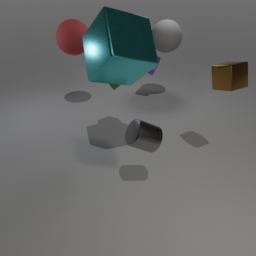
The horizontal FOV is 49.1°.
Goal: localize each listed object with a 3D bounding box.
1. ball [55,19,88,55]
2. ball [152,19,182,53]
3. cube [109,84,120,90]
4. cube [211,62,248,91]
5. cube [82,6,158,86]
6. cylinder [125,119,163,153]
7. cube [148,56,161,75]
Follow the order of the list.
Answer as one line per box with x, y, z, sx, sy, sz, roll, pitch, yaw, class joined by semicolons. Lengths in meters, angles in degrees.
-2.191;-3.636;11.250;1.400;1.400;1.400;0;29;0;ball
1.699;-4.063;12.418;1.400;1.400;1.400;0;29;0;ball
-0.485;-1.821;9.407;0.700;0.700;0.700;-40;27;2;cube
2.851;-1.457;7.851;0.700;0.700;0.700;-17;19;-28;cube
-0.246;-2.088;7.481;1.400;1.400;1.400;0;-17;-33;cube
0.395;0.197;7.038;0.700;0.700;0.700;19;20;-27;cylinder
1.035;-3.029;13.165;0.700;0.700;0.700;28;-10;3;cube
